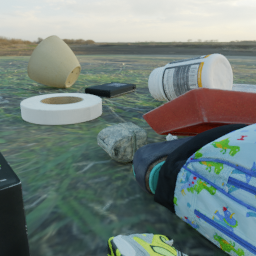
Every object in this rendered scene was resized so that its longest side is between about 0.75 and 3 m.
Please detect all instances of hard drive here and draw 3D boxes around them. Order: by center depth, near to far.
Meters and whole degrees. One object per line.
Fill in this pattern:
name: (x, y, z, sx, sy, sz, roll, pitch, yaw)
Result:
hard drive: (-0.807, -1.858, 13.404, 1.500, 0.353, 2.149, 11, 21, 31)

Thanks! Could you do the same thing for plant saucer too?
plant saucer: (2.088, -0.155, 5.972, 2.915, 0.535, 2.910, 4, -7, -14)

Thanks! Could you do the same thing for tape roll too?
tape roll: (-2.235, -0.723, 9.609, 2.747, 0.502, 2.747, -1, 18, 0)

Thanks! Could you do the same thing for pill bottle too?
pill bottle: (2.142, -1.667, 10.068, 1.610, 1.610, 2.766, -14, 11, -38)

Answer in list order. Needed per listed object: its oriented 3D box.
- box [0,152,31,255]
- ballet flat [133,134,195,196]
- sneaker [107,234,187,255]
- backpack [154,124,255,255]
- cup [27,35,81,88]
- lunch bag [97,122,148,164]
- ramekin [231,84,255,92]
box: (-1.846, 0.949, 3.166, 1.010, 1.207, 1.626, -12, 21, -32)
ballet flat: (1.414, 0.459, 5.122, 2.977, 1.087, 1.087, -10, 20, -21)
sneaker: (0.473, 1.474, 2.306, 0.756, 0.746, 1.980, -8, 21, -23)
backpack: (1.887, 0.793, 3.099, 2.082, 1.963, 2.553, -11, 37, -29)
cup: (-3.602, -3.180, 14.630, 1.890, 2.642, 2.642, 33, 24, 6)
lunch bag: (-0.144, 0.309, 6.016, 0.842, 0.699, 1.003, -6, 18, -22)
ramekin: (4.151, -1.077, 10.181, 1.574, 0.826, 1.574, 0, 18, 0)
